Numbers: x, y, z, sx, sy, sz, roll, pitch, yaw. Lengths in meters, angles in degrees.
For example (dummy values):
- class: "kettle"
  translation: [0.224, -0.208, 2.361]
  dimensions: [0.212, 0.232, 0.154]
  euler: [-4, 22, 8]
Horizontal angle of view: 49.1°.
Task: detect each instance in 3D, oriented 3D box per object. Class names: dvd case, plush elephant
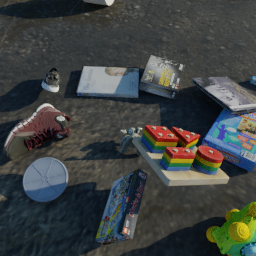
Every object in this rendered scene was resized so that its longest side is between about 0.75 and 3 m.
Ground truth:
- class: "dvd case"
  translation: [-0.888, -2.248, 13.345]
  dimensions: [2.906, 0.255, 2.073]
  euler: [2, 49, 2]
- class: "plush elephant"
  translation: [0.146, 0.375, 10.594]
  dimensions: [0.918, 1.115, 0.863]
  euler: [0, 27, 3]
- class: "dvd case"
  translation: [4.376, -1.509, 12.107]
  dimensions: [2.109, 0.227, 2.837]
  euler: [-7, 38, -24]

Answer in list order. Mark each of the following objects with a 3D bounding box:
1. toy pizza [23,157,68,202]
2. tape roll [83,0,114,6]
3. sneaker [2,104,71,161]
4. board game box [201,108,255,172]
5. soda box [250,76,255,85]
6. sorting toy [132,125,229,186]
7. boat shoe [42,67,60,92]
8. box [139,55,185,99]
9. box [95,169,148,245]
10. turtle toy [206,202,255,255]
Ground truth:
- class: "toy pizza"
  translation: [-2.794, 1.751, 9.535]
  dimensions: [1.529, 0.242, 1.529]
  euler: [1, 66, -1]
- class: "tape roll"
  translation: [-1.912, -9.514, 18.379]
  dimensions: [1.758, 2.560, 2.560]
  euler: [15, 49, 12]
- class: "sneaker"
  translation: [-3.193, 0.250, 10.556]
  dimensions: [1.688, 1.105, 2.922]
  euler: [20, 50, 13]
- class: "board game box"
  translation: [4.317, 0.214, 10.887]
  dimensions: [1.999, 0.591, 2.628]
  euler: [27, 53, 23]
- class: "soda box"
  translation: [6.235, -2.169, 13.268]
  dimensions: [0.809, 0.275, 0.260]
  euler: [27, 53, 22]
- class: "sorting toy"
  translation: [1.520, 0.654, 7.879]
  dimensions: [2.085, 0.730, 2.097]
  euler: [5, 26, -28]
- class: "boat shoe"
  translation: [-3.399, -2.262, 12.636]
  dimensions: [0.739, 0.700, 2.114]
  euler: [14, 23, -16]
- class: "box"
  translation: [1.635, -2.441, 13.193]
  dimensions: [1.756, 0.536, 2.217]
  euler: [17, 48, 5]
- class: "box"
  translation: [-0.176, 2.349, 8.377]
  dimensions: [0.385, 1.397, 2.045]
  euler: [35, 48, -19]
- class: "turtle toy"
  translation: [3.479, 2.876, 7.943]
  dimensions: [2.335, 1.702, 1.180]
  euler: [-30, 76, -23]
